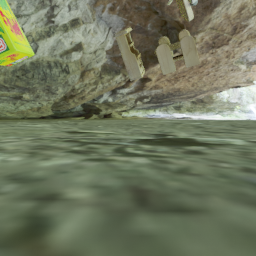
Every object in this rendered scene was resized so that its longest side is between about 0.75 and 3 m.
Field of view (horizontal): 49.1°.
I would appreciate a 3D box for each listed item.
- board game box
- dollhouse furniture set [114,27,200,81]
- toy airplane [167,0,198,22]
[{"bbox_3d":[-2.795,-2.497,5.213,0.623,2.616,1.329,-26,12,0],"label":"board game box"},{"bbox_3d":[1.080,-2.957,9.926,2.579,1.713,2.261,-15,21,15],"label":"dollhouse furniture set"},{"bbox_3d":[0.729,-3.084,5.129,2.004,1.420,2.013,40,-11,-1],"label":"toy airplane"}]
